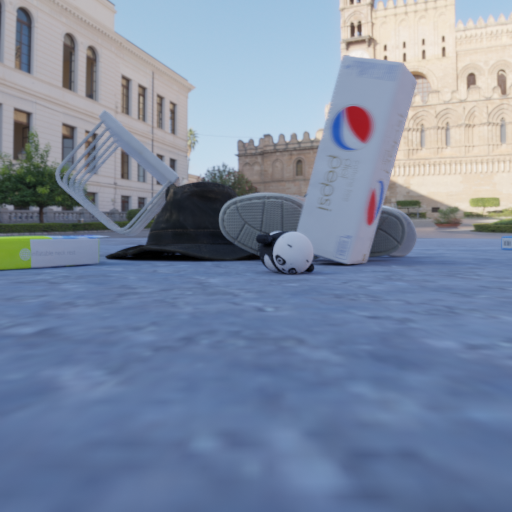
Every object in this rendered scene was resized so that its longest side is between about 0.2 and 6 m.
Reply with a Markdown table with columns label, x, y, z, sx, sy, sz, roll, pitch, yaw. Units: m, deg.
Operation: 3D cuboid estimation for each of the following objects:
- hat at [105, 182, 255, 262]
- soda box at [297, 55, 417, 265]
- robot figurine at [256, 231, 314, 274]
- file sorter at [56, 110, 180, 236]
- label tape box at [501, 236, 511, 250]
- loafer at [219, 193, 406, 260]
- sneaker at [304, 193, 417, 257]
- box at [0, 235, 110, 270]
| label | x | y | z | sx | sy | sz | roll | pitch | yaw |
| --- | --- | --- | --- | --- | --- | --- | --- | --- | --- |
| hat | -1.066 | -0.649 | 10.389 | 3.455 | 1.394 | 3.455 | 1 | 3 | 0 |
| soda box | 1.403 | -1.289 | 7.913 | 0.877 | 2.754 | 0.938 | 18 | 8 | 27 |
| robot figurine | 0.320 | -0.031 | 6.278 | 0.588 | 0.488 | 0.783 | -8 | 5 | -20 |
| file sorter | -2.781 | -1.491 | 11.566 | 1.839 | 1.650 | 2.650 | 41 | -5 | -6 |
| label tape box | 7.231 | -0.332 | 14.685 | 1.214 | 0.384 | 0.875 | -1 | 2 | -16 |
| loafer | 0.874 | -0.483 | 9.067 | 2.943 | 1.058 | 0.925 | 4 | 15 | -4 |
| sneaker | 1.876 | -0.753 | 10.400 | 2.304 | 0.842 | 1.289 | 22 | 10 | -34 |
| box | -3.021 | -0.067 | 7.590 | 1.094 | 0.428 | 1.794 | 2 | 3 | 36 |
